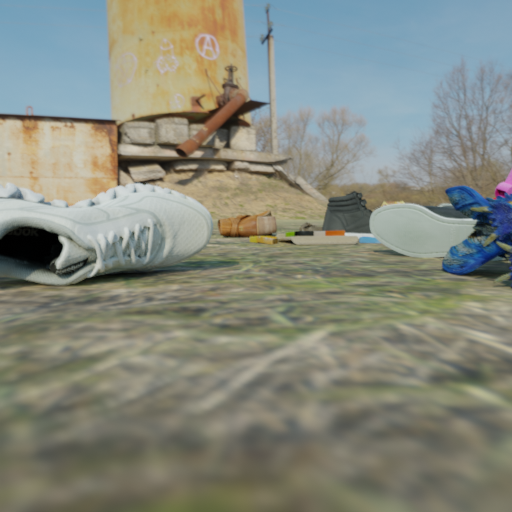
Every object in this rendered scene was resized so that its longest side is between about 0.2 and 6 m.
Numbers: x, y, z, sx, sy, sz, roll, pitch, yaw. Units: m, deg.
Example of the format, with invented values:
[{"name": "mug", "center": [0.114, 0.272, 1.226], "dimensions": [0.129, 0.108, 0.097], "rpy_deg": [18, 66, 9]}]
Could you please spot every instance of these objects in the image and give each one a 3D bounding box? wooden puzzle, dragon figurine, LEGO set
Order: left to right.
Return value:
[{"name": "wooden puzzle", "center": [1.500, -0.498, 14.473], "dimensions": [2.990, 0.350, 2.017], "rpy_deg": [-1, 5, -19]}, {"name": "dragon figurine", "center": [3.125, -0.339, 7.394], "dimensions": [1.965, 1.163, 3.952], "rpy_deg": [-1, 6, -10]}, {"name": "LEGO set", "center": [4.892, -0.669, 8.640], "dimensions": [2.616, 1.073, 0.998], "rpy_deg": [18, 13, -29]}]

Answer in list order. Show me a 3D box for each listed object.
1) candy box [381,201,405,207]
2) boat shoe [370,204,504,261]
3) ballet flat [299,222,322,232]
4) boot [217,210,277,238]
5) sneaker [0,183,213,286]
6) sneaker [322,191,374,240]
[{"name": "candy box", "center": [4.245, -1.012, 16.052], "dimensions": [0.793, 0.380, 1.374], "rpy_deg": [-2, 44, -32]}, {"name": "boat shoe", "center": [3.345, -0.441, 9.987], "dimensions": [2.593, 0.980, 0.782], "rpy_deg": [16, 23, 30]}, {"name": "ballet flat", "center": [2.256, -0.924, 18.851], "dimensions": [2.053, 0.476, 0.692], "rpy_deg": [-3, 6, -35]}, {"name": "boot", "center": [-0.343, -0.934, 17.902], "dimensions": [1.783, 0.881, 2.297], "rpy_deg": [-5, 12, -4]}, {"name": "sneaker", "center": [-1.912, -0.167, 6.647], "dimensions": [3.303, 1.241, 1.339], "rpy_deg": [-4, 22, -33]}, {"name": "sneaker", "center": [3.326, -1.187, 16.372], "dimensions": [2.844, 1.410, 1.005], "rpy_deg": [1, 3, -5]}]
